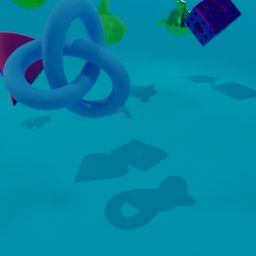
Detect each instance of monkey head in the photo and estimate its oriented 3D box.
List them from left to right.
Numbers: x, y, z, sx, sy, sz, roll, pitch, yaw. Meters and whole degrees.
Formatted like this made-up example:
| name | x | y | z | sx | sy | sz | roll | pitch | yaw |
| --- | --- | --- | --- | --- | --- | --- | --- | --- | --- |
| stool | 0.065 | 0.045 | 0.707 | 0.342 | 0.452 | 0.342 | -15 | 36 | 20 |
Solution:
| name | x | y | z | sx | sy | sz | roll | pitch | yaw |
| --- | --- | --- | --- | --- | --- | --- | --- | --- | --- |
| monkey head | -0.528 | -3.141 | 8.372 | 1.001 | 1.195 | 1.661 | 22 | 26 | 8 |
| monkey head | 1.698 | -3.621 | 9.375 | 1.511 | 0.911 | 1.087 | 24 | -5 | 21 |

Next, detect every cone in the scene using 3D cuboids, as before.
| name | x | y | z | sx | sy | sz | roll | pitch | yaw |
| --- | --- | --- | --- | --- | --- | --- | --- | --- | --- |
| cone | -1.818 | -0.877 | 4.681 | 1.045 | 1.048 | 1.045 | 8 | -5 | 1 |

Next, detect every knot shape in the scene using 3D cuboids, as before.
| name | x | y | z | sx | sy | sz | roll | pitch | yaw |
| --- | --- | --- | --- | --- | --- | --- | --- | --- | --- |
| knot shape | -0.866 | -0.804 | 3.804 | 1.568 | 1.675 | 0.774 | -21 | 16 | -20 |

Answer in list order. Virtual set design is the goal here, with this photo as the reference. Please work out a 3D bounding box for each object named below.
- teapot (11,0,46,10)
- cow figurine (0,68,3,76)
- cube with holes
| name | x | y | z | sx | sy | sz | roll | pitch | yaw |
| --- | --- | --- | --- | --- | --- | --- | --- | --- | --- |
| teapot | -2.459 | -3.527 | 6.618 | 2.070 | 1.287 | 1.013 | 2 | 14 | 27 |
| cow figurine | -3.282 | -1.550 | 6.870 | 0.903 | 0.495 | 0.888 | 35 | 16 | 1 |
| cube with holes | 2.500 | -3.293 | 8.406 | 1.002 | 1.002 | 1.002 | -39 | 1 | -7 |
